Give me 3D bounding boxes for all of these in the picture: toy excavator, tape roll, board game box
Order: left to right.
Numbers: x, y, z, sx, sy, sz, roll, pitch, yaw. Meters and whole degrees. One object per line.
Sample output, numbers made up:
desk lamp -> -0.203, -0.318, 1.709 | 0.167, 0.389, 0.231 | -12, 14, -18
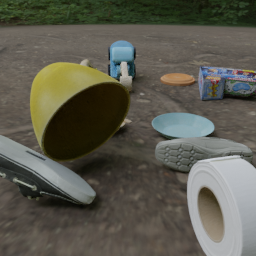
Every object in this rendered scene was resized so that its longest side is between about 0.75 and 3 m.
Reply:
toy excavator -> -0.260, -2.961, 13.325 | 1.443, 2.809, 2.889 | -1, -3, -3
board game box -> 4.131, -1.862, 11.952 | 2.726, 0.841, 2.724 | 11, 28, 22
tape roll -> 1.491, 1.252, 4.283 | 0.568, 1.625, 1.625 | -6, 25, -11

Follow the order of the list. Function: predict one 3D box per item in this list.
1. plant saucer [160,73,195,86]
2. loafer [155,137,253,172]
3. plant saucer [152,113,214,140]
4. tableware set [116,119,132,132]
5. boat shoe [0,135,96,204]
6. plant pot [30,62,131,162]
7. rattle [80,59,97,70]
plant saucer -> 2.459, -2.431, 13.874 | 1.681, 0.271, 1.681 | 1, 24, 0
loafer -> 1.785, 0.603, 6.790 | 2.303, 0.805, 0.804 | 6, 18, -3
plant saucer -> 1.633, 0.028, 8.452 | 1.848, 0.356, 1.848 | 1, 24, 0
tableware set -> -1.449, -0.161, 8.877 | 2.909, 0.337, 2.430 | -18, 30, -33
boat shoe -> -1.785, 0.990, 5.561 | 2.369, 0.754, 0.838 | 28, 1, 6
plant pot -> -1.352, -0.599, 6.659 | 2.330, 2.330, 1.654 | -20, 55, -37
rattle -> -1.833, -1.446, 11.090 | 1.814, 1.653, 2.539 | -12, 52, 0
